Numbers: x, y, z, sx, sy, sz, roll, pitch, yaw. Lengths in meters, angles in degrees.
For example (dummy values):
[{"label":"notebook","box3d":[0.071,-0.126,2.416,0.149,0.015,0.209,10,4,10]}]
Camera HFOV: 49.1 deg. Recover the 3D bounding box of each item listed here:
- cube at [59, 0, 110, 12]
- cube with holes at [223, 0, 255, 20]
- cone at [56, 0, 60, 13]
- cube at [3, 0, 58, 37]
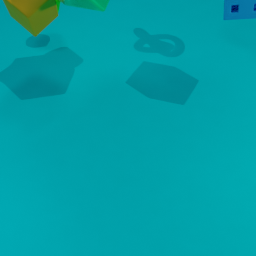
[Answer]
[{"label":"cube","box3d":[-1.057,-3.369,5.532,1.393,1.393,1.393,27,93,36]},{"label":"cube with holes","box3d":[2.645,-2.984,5.645,1.236,1.236,1.236,5,33,21]},{"label":"cone","box3d":[-2.186,-3.768,8.244,0.849,0.846,0.846,2,43,46]},{"label":"cube","box3d":[-2.283,-2.892,6.614,0.847,0.847,0.847,41,77,2]}]
